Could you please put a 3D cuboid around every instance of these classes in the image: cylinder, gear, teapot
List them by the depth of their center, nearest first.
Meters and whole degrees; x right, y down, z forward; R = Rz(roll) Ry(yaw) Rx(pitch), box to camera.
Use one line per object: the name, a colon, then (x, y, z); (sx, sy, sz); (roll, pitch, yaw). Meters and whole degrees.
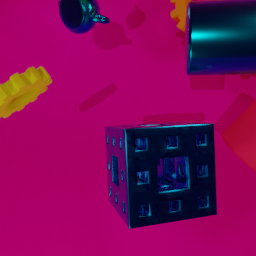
cylinder: (1.232, -1.159, 3.642); (0.931, 0.931, 0.931); (1, 70, 8)
gear: (-1.737, -0.536, 4.422); (1.132, 1.132, 0.209); (-37, 92, -12)
cylinder: (2.654, 0.111, 5.178); (1.275, 1.275, 1.275); (44, 109, 14)
gear: (1.755, -2.954, 6.474); (1.593, 0.295, 1.593); (-3, 85, 37)
teapot: (-1.124, -2.770, 6.588); (1.621, 1.008, 0.794); (30, 36, 19)

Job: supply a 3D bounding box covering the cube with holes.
cube with holes: (0.411, 0.572, 4.160); (1.239, 1.239, 1.239); (-3, 93, -16)
